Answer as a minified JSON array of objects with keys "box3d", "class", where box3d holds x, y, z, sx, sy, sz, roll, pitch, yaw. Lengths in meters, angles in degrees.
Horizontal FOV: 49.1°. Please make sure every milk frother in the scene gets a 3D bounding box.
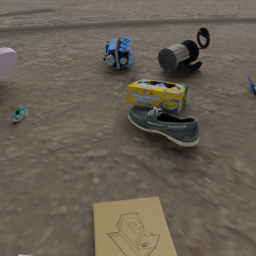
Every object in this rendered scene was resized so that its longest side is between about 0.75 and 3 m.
[{"box3d":[2.824,-3.881,13.825,1.916,2.037,1.838,-30,48,-35],"class":"milk frother"}]

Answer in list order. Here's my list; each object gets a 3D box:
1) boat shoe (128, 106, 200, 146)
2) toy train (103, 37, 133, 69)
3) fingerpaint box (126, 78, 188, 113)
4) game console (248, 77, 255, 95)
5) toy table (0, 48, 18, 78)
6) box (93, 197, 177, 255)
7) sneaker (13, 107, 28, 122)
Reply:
[{"box3d":[1.166,-0.330,9.578,2.865,0.885,1.043,26,45,36],"class":"boat shoe"},{"box3d":[-0.506,-3.992,14.884,1.459,1.107,2.553,-6,36,7],"class":"toy train"},{"box3d":[1.165,-1.326,10.881,2.037,0.747,1.700,12,23,17],"class":"fingerpaint box"},{"box3d":[5.638,-1.834,12.180,0.517,0.745,0.873,-19,29,20],"class":"game console"},{"box3d":[-6.441,-2.980,12.000,1.743,2.735,2.975,40,28,-4],"class":"toy table"},{"box3d":[0.112,2.426,6.175,1.675,0.218,2.049,-5,34,-7],"class":"box"},{"box3d":[-4.014,-0.564,10.439,0.333,0.342,0.860,5,34,7],"class":"sneaker"}]
